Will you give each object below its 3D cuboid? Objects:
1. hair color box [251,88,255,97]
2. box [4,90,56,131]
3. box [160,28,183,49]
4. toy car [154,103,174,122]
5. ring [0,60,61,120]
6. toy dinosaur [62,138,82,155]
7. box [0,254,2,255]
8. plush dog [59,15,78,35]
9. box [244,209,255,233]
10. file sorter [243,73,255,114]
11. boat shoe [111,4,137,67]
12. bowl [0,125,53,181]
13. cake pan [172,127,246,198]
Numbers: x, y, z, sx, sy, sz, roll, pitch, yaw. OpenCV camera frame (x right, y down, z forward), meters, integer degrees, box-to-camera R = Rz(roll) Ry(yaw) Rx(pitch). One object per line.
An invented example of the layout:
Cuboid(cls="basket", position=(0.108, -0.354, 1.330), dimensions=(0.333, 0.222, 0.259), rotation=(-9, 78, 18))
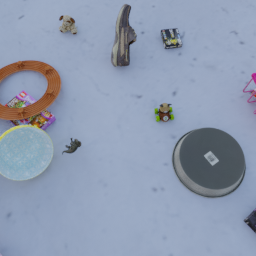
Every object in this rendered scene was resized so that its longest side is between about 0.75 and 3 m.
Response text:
Cuboid(cls="hair color box", position=(5.198, -1.214, 10.420), dimensions=(1.012, 0.310, 0.514), rotation=(37, 72, 16))
Cuboid(cls="box", position=(-3.646, -0.479, 10.176), dimensions=(1.714, 0.335, 1.173), rotation=(38, 70, 16))
Cuboid(cls="box", position=(1.824, -3.771, 11.800), dimensions=(0.742, 0.226, 0.921), rotation=(-6, 65, -6))
Cuboid(cls="toy car", position=(1.322, -0.636, 10.000), dimensions=(0.654, 0.796, 0.628), rotation=(-6, 65, -3))
Cuboid(cls="ring", position=(-4.007, -1.557, 10.492), dimensions=(2.980, 0.286, 2.980), rotation=(-1, 57, 1))
Cuboid(cls="toy dinosaur", position=(-1.821, 0.629, 9.310), dimensions=(0.349, 0.464, 0.908), rotation=(-1, 40, 29))
Cuboid(cls="box", position=(-4.427, 4.393, 7.440), dimensions=(1.212, 1.118, 2.362), rotation=(36, 70, 15))
Cuboid(cls="plush dog", position=(-2.506, -4.453, 11.844), dimensions=(0.841, 0.723, 0.675), rotation=(12, 65, 5))
Cuboid(cls="box", position=(4.620, 3.088, 8.509), dimensions=(1.256, 0.317, 1.757), rotation=(-37, 69, -16))
Cuboid(cls="file sorter", position=(5.168, -0.886, 9.869), dimensions=(1.391, 1.255, 2.001), rotation=(-12, 66, -7))
Cuboid(cls="boat shoe", position=(-0.070, -3.544, 10.932), dimensions=(0.864, 0.877, 2.356), rotation=(11, 104, 2))
Cuboid(cls="bowl", position=(-3.425, 0.663, 9.021), dimensions=(1.814, 1.814, 0.976), rotation=(-38, 36, -16))
Cuboid(cls="cake pan", position=(2.755, 1.054, 9.390), dimensions=(2.519, 0.462, 2.519), rotation=(0, 65, 0))
